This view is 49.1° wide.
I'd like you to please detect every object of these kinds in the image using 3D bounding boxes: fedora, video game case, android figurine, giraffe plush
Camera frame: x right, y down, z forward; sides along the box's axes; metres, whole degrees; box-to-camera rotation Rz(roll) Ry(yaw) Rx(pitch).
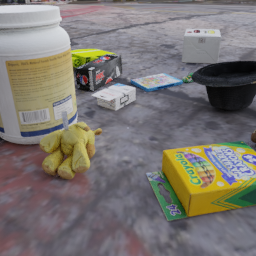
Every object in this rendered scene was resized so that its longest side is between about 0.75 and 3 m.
[{"bbox_3d":[2.990,-1.187,8.018,2.362,1.079,2.362,-6,23,2],"label":"fedora"},{"bbox_3d":[1.015,-1.643,9.975,1.525,0.136,1.091,-16,32,-27],"label":"video game case"},{"bbox_3d":[-1.593,-3.000,11.995,2.250,0.508,2.472,-19,30,-37],"label":"android figurine"},{"bbox_3d":[-1.026,0.328,5.548,1.075,1.246,1.010,9,1,17],"label":"giraffe plush"}]

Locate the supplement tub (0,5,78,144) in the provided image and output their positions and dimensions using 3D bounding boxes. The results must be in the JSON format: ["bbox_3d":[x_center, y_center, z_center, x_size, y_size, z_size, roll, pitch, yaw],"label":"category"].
[{"bbox_3d":[-2.266,-1.252,6.408,2.011,2.786,2.011,0,28,0],"label":"supplement tub"}]

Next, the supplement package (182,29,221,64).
[{"bbox_3d":[3.337,-3.762,12.790,1.574,1.210,1.646,6,30,11],"label":"supplement package"}]

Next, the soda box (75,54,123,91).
[{"bbox_3d":[-0.975,-2.025,10.012,0.687,0.767,2.169,11,30,24],"label":"soda box"}]

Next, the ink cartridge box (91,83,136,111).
[{"bbox_3d":[-0.413,-0.897,8.269,0.719,0.420,1.239,20,34,32],"label":"ink cartridge box"}]

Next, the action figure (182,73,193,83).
[{"bbox_3d":[2.314,-1.857,10.272,0.998,0.273,0.590,-27,41,-35],"label":"action figure"}]

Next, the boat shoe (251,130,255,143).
[{"bbox_3d":[3.341,0.002,6.500,1.478,0.546,0.547,-20,17,-38],"label":"boat shoe"}]

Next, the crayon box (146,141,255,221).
[{"bbox_3d":[1.448,0.838,4.919,2.013,0.519,1.265,-7,29,-11],"label":"crayon box"}]
